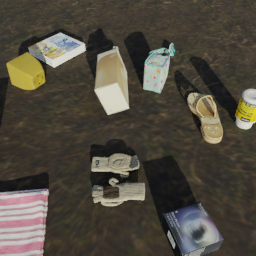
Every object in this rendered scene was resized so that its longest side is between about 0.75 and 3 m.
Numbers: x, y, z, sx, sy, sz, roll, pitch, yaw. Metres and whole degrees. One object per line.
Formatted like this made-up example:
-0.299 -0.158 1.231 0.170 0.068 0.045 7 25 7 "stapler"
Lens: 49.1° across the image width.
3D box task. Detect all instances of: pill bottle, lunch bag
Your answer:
4.059 -0.606 9.419 0.725 1.289 0.725 -1 44 1 "pill bottle"
1.180 -2.354 11.196 0.906 1.266 1.486 15 47 14 "lunch bag"

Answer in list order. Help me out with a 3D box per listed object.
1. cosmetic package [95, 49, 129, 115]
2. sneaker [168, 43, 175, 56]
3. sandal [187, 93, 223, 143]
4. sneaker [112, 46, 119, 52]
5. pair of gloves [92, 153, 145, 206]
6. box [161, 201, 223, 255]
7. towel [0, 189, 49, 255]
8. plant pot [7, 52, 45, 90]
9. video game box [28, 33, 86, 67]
-0.562 -1.736 10.215 0.835 1.236 2.349 -16 43 12 "cosmetic package"
2.064 -3.690 13.289 0.358 0.348 0.899 22 51 -5 "sneaker"
2.791 -0.714 9.824 0.969 0.869 2.643 -3 45 -3 "sandal"
-0.649 -3.139 12.512 0.518 0.559 1.380 4 46 2 "sneaker"
-0.311 1.458 8.052 1.472 0.303 1.731 -8 43 -3 "pair of gloves"
1.504 2.491 6.752 1.060 0.658 1.069 -13 46 -15 "box"
-2.951 2.556 6.893 1.774 0.363 2.424 -4 45 -5 "towel"
-3.949 -2.150 11.207 1.107 1.082 1.075 32 52 18 "plant pot"
-3.317 -3.717 13.166 1.791 0.460 1.966 29 51 29 "video game box"
